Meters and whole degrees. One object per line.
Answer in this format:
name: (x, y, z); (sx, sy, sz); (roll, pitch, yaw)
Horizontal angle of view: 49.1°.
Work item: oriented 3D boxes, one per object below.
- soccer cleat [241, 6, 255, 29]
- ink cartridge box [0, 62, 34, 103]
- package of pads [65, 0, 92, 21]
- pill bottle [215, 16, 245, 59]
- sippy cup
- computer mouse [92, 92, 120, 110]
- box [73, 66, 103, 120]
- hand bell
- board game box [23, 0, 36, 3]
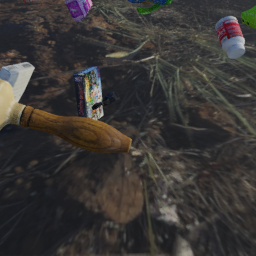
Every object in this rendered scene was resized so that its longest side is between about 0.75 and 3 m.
soccer cleat: (3.524, -3.039, 6.135); (2.325, 0.785, 0.943); (-40, 42, -3)
ink cartridge box: (-2.800, -0.966, 6.680); (0.280, 1.186, 0.949); (36, 25, -1)
package of pads: (-1.399, -3.612, 8.089); (0.404, 0.643, 1.068); (-11, 41, 20)
pill bottle: (3.056, -2.669, 8.317); (0.649, 0.649, 1.155); (-6, 67, -7)
sippy cup: (0.518, -3.883, 7.532); (1.143, 1.560, 1.225); (-13, 26, -12)
computer mouse: (-0.346, -0.425, 4.225); (0.282, 0.164, 0.962); (-24, 6, 16)
box: (-0.834, -0.682, 6.106); (0.219, 1.162, 0.794); (6, 26, 18)
hand bell: (-1.388, -0.150, 4.191); (2.975, 1.549, 1.549); (16, 40, -9)
board game box: (-1.992, -3.298, 6.016); (0.754, 0.996, 0.231); (-11, 3, -2)
